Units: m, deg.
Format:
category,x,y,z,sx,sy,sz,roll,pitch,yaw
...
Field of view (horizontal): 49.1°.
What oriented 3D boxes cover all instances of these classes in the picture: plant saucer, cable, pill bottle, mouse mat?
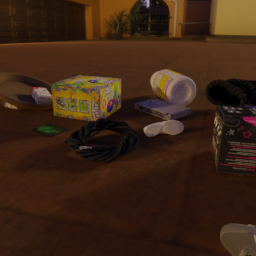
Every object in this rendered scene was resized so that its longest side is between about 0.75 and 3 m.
category,x,y,z,sx,sy,sz,roll,pitch,yaw
plant saucer,-4.359,-1.550,12.011,2.915,0.429,2.915,19,25,-9
cable,-0.593,0.263,8.346,1.916,0.596,2.348,17,26,37
pill bottle,1.941,-1.929,12.894,1.355,1.355,2.599,-6,23,-15
mouse mat,-2.690,0.061,9.635,1.000,0.038,0.805,13,25,33

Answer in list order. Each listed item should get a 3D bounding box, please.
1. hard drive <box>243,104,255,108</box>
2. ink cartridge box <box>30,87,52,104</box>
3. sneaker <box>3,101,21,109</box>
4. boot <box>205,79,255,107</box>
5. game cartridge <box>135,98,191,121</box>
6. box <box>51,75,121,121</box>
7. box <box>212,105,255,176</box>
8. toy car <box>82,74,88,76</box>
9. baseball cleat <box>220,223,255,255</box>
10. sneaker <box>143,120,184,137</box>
category,x,y,z,sx,sy,sz,roll,pitch,yaw
hard drive,5.012,-0.569,10.897,2.090,0.265,1.379,19,28,41
ink cartridge box,-3.708,-1.377,12.004,0.643,0.373,0.891,0,33,-41
sneaker,-4.631,-1.119,12.122,0.717,0.613,1.646,25,25,5
boot,4.799,-1.292,10.784,3.150,1.185,2.355,7,13,33
game cartridge,1.400,-0.769,11.358,1.304,0.386,2.011,-12,24,-38
box,-1.587,-1.268,11.278,2.040,1.292,2.118,8,22,19
box,3.461,0.324,7.128,2.388,1.370,1.578,5,20,10
toy car,-2.177,-2.245,14.257,0.782,0.952,0.751,17,27,37
baseball cleat,1.940,2.014,3.754,1.033,0.677,1.940,-16,26,-36
sneaker,1.154,-0.029,9.323,1.348,0.507,0.596,-5,10,-10
